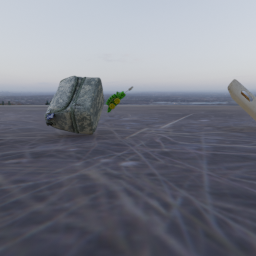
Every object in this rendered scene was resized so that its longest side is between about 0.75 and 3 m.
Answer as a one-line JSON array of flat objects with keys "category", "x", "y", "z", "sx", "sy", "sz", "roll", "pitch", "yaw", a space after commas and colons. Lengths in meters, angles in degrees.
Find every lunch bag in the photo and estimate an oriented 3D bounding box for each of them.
[{"category": "lunch bag", "x": -1.359, "y": -0.608, "z": 7.207, "sx": 1.231, "sy": 1.468, "sz": 1.023, "roll": 4, "pitch": -38, "yaw": 8}]

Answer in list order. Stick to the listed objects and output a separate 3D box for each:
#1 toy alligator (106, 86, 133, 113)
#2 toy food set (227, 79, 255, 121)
[{"category": "toy alligator", "x": -0.333, "y": -0.943, "z": 8.513, "sx": 0.319, "sy": 1.177, "sz": 0.349, "roll": 39, "pitch": 24, "yaw": -15}, {"category": "toy food set", "x": 3.667, "y": -0.793, "z": 8.368, "sx": 1.231, "sy": 0.518, "sz": 1.716, "roll": 53, "pitch": 15, "yaw": 25}]
